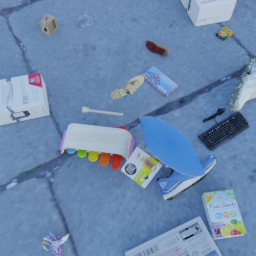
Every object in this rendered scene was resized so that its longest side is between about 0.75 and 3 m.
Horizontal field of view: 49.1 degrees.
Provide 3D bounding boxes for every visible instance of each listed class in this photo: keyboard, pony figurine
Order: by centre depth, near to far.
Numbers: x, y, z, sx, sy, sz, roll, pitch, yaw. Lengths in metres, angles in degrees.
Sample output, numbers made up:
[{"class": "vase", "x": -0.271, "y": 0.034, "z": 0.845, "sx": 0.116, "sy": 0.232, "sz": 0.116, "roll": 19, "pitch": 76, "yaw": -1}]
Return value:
[{"class": "pony figurine", "x": -2.243, "y": 3.565, "z": 8.642, "sx": 0.765, "sy": 0.637, "sz": 0.738, "roll": 33, "pitch": 98, "yaw": 13}, {"class": "keyboard", "x": 3.567, "y": -0.094, "z": 10.794, "sx": 2.049, "sy": 0.211, "sz": 1.302, "roll": -30, "pitch": 65, "yaw": -16}]

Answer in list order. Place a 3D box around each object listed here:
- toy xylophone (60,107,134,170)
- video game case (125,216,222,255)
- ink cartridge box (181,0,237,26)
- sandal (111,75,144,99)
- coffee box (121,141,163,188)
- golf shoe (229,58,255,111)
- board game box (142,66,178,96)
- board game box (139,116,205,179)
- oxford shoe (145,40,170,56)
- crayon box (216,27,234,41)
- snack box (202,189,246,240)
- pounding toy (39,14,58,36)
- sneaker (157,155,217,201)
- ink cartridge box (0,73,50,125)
[{"class": "toy xylophone", "x": -1.070, "y": 0.303, "z": 10.288, "sx": 2.755, "sy": 0.692, "sz": 2.017, "roll": 14, "pitch": 62, "yaw": 8}, {"class": "video game case", "x": 1.600, "y": 4.321, "z": 8.328, "sx": 2.674, "sy": 0.294, "sz": 2.438, "roll": -21, "pitch": 63, "yaw": -12}, {"class": "ink cartridge box", "x": 3.772, "y": -6.449, "z": 13.731, "sx": 1.947, "sy": 1.124, "sz": 2.665, "roll": -14, "pitch": 62, "yaw": -8}, {"class": "sandal", "x": 0.028, "y": -1.362, "z": 10.299, "sx": 1.437, "sy": 0.527, "sz": 0.473, "roll": -28, "pitch": 48, "yaw": 15}, {"class": "coffee box", "x": 0.499, "y": 1.139, "z": 8.941, "sx": 0.957, "sy": 0.967, "sz": 0.966, "roll": 36, "pitch": 105, "yaw": 7}, {"class": "golf shoe", "x": 5.042, "y": -1.599, "z": 11.180, "sx": 1.330, "sy": 1.071, "sz": 2.736, "roll": 32, "pitch": 67, "yaw": 10}, {"class": "board game box", "x": 1.344, "y": -1.997, "z": 11.862, "sx": 0.752, "sy": 0.142, "sz": 1.460, "roll": -38, "pitch": 68, "yaw": -20}, {"class": "board game box", "x": 1.148, "y": 0.627, "z": 8.416, "sx": 2.010, "sy": 0.495, "sz": 2.544, "roll": 23, "pitch": 28, "yaw": -20}, {"class": "oxford shoe", "x": 1.343, "y": -3.621, "z": 12.670, "sx": 1.227, "sy": 0.432, "sz": 0.459, "roll": 35, "pitch": 42, "yaw": 17}, {"class": "crayon box", "x": 4.575, "y": -4.464, "z": 13.181, "sx": 0.769, "sy": 0.195, "sz": 0.488, "roll": -36, "pitch": 67, "yaw": -18}, {"class": "snack box", "x": 3.084, "y": 2.789, "z": 9.105, "sx": 1.017, "sy": 0.379, "sz": 1.430, "roll": -6, "pitch": 61, "yaw": -4}, {"class": "pounding toy", "x": -3.805, "y": -4.825, "z": 12.882, "sx": 0.484, "sy": 1.058, "sz": 0.929, "roll": 25, "pitch": 65, "yaw": 13}, {"class": "sneaker", "x": 1.993, "y": 1.470, "z": 9.545, "sx": 2.294, "sy": 0.901, "sz": 1.023, "roll": -28, "pitch": 68, "yaw": -14}, {"class": "ink cartridge box", "x": -4.318, "y": -1.128, "z": 10.947, "sx": 2.160, "sy": 0.901, "sz": 1.569, "roll": -12, "pitch": 62, "yaw": -7}]
